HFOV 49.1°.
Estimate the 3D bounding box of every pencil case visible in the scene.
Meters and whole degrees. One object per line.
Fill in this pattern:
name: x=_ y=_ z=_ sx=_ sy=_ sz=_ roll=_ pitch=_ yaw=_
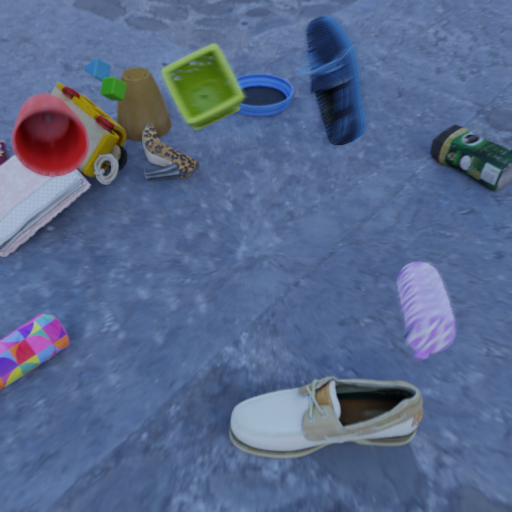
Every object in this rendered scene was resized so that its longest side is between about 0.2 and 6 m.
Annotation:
pencil case: x=-4.045 y=1.660 z=9.299 sx=0.801 sy=0.801 sz=1.813 roll=34 pitch=51 yaw=30
pencil case: x=2.395 y=0.734 z=8.004 sx=0.679 sy=0.691 sz=1.617 roll=10 pitch=31 yaw=5

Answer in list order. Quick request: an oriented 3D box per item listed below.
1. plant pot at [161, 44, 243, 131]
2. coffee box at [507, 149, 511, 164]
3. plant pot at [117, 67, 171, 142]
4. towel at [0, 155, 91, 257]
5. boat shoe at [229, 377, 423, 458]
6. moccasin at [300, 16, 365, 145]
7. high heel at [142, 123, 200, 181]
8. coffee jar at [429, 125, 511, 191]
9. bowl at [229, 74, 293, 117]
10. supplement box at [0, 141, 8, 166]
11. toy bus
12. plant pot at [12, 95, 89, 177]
plant pot: x=-1.096 y=-3.470 z=11.883 sx=1.300 sy=1.185 sz=1.306 roll=-27 pitch=89 yaw=0
coffee box: x=4.727 y=-1.207 z=9.134 sx=0.345 sy=0.963 sz=1.567 roll=-20 pitch=78 yaw=0
plant pot: x=-3.043 y=-4.042 z=14.657 sx=1.457 sy=1.564 sz=1.457 roll=-1 pitch=44 yaw=1
towel: x=-5.072 y=-1.393 z=12.167 sx=2.408 sy=0.388 sz=2.299 roll=-43 pitch=55 yaw=-9
boat shoe: x=1.039 y=2.311 z=8.479 sx=2.932 sy=1.003 sz=1.096 roll=-5 pitch=44 yaw=-5
moccasin: x=1.587 y=-3.552 z=11.470 sx=0.885 sy=2.595 sz=1.044 roll=-31 pitch=15 yaw=-35
high heel: x=-2.096 y=-2.635 z=13.788 sx=1.322 sy=0.662 sz=1.854 roll=-8 pitch=59 yaw=-2
coffee jar: x=5.227 y=-2.395 z=13.455 sx=1.028 sy=0.841 sz=1.971 roll=-32 pitch=53 yaw=-28
bowl: x=0.080 y=-4.605 z=16.077 sx=1.941 sy=0.381 sz=1.941 roll=0 pitch=44 yaw=0
supplement box: x=-6.443 y=-2.535 z=13.993 sx=0.385 sy=0.299 sz=0.697 roll=-16 pitch=46 yaw=-16
toy bus: x=-3.877 y=-2.752 z=13.299 sx=2.829 sy=1.549 sz=2.998 roll=-9 pitch=78 yaw=28
plant pot: x=-3.246 y=-1.974 z=8.775 sx=1.135 sy=1.135 sz=1.004 roll=-15 pitch=40 yaw=-15
